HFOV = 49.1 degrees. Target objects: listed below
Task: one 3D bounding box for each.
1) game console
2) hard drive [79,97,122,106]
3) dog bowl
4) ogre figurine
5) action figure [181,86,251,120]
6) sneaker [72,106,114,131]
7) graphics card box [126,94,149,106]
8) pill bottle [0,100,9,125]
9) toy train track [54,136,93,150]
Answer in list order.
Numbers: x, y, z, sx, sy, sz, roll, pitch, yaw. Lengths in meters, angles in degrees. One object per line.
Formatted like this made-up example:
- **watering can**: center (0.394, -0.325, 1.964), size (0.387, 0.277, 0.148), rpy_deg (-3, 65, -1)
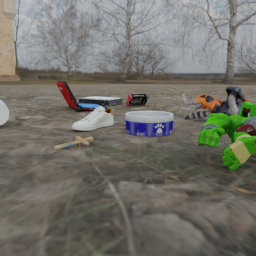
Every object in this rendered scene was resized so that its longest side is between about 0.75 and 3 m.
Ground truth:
- **game console**: center (-2.153, -1.520, 13.047), size (1.392, 2.021, 2.345), rpy_deg (-31, 20, -14)
- **hard drive**: center (-1.483, -1.464, 15.221), size (1.993, 0.377, 1.392), rpy_deg (7, 13, 29)
- **dog bowl**: center (0.594, -0.145, 7.862), size (1.338, 0.527, 1.338), rpy_deg (-1, 11, 0)
- **ogre figurine**: center (2.306, 0.133, 5.132), size (2.152, 1.056, 1.290), rpy_deg (-11, 22, 7)
- **action figure**: center (3.263, -0.579, 9.671), size (2.327, 1.258, 2.406), rpy_deg (16, -7, 33)
- **sneaker**: center (-1.059, -0.310, 8.422), size (0.568, 0.661, 1.561), rpy_deg (10, 16, 36)
- **graphics card box**: center (0.471, -1.423, 14.205), size (1.047, 0.657, 0.266), rpy_deg (-4, 55, -20)
- **pill bottle**: center (-4.359, -0.520, 8.809), size (0.916, 0.916, 1.684), rpy_deg (-9, 13, -39)
- **toy train track**: center (-1.192, 0.374, 6.252), size (0.903, 0.147, 0.518), rpy_deg (-14, 24, -33)
